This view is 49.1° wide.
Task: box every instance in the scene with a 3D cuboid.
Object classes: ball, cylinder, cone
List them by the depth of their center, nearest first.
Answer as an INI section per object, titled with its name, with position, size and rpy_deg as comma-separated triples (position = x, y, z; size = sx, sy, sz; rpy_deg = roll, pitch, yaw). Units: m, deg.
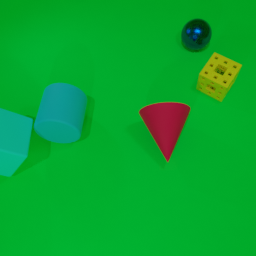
[cone]
position = 1.099, 0.228, 8.075
size = 1.516, 1.516, 1.522
rpy_deg = -1, 75, -1
[cylinder]
position = -1.961, -0.420, 8.302
size = 1.323, 1.323, 1.323
rpy_deg = 4, 59, 2
[ball]
position = 2.497, -3.422, 10.239
size = 1.102, 1.102, 1.102
rpy_deg = 0, 59, 0

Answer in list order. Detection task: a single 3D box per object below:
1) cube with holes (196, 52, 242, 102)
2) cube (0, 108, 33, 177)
[cube with holes]
position = 2.939, -1.645, 9.145
size = 0.952, 0.952, 0.952
rpy_deg = 32, 76, 18
[cube]
position = -3.468, 0.369, 7.514
size = 1.271, 1.271, 1.271
rpy_deg = 21, 46, -32
